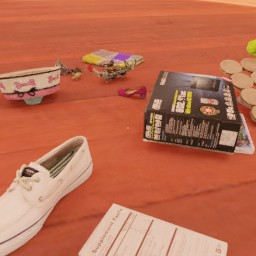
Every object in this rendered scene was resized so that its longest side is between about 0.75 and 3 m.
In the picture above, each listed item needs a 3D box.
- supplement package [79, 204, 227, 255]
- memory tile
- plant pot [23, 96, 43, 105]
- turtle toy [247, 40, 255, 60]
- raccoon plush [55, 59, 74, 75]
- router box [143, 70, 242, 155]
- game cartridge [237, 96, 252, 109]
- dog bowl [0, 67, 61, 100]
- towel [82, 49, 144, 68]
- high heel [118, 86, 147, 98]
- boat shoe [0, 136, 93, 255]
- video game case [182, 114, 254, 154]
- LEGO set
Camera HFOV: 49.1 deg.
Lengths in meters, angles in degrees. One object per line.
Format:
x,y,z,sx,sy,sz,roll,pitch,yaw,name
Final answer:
0.289,1.685,3.304,1.477,0.863,0.866,13,33,21,supplement package
3.899,-1.108,7.849,1.980,0.217,2.584,-7,51,-9,memory tile
-2.830,-1.024,8.274,0.800,0.536,0.800,0,30,0,plant pot
5.643,-2.997,11.258,1.328,0.921,1.822,-26,39,-37,turtle toy
-2.336,-2.311,10.474,0.797,0.534,0.386,-17,34,-27,raccoon plush
1.526,-0.530,6.741,1.933,0.801,2.579,7,32,10,router box
3.791,-0.728,8.106,0.752,0.234,1.129,-14,33,-31,game cartridge
-2.881,-1.337,8.304,1.869,0.689,1.869,-6,18,2,dog bowl
-0.657,-2.910,11.777,2.272,0.259,1.631,18,34,29,towel
0.117,-1.184,8.559,0.966,0.464,0.326,7,54,15,high heel
-1.542,0.929,4.618,0.929,0.844,2.527,14,33,23,boat shoe
2.116,0.027,6.851,1.553,0.196,1.704,6,30,10,video game case
-0.815,-1.931,9.963,2.356,0.668,1.530,0,26,26,LEGO set
